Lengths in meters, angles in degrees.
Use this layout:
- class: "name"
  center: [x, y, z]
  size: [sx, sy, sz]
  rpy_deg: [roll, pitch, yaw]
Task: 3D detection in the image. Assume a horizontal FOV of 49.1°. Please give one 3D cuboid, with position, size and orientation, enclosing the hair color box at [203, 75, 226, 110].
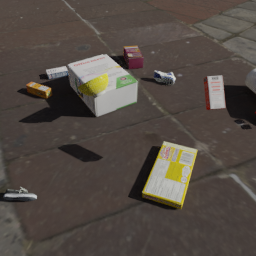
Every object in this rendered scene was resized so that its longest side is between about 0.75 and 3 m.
- class: "hair color box"
  center: [2.448, -0.992, 7.931]
  size: [0.471, 0.928, 0.284]
  rpy_deg: [-4, -1, -7]

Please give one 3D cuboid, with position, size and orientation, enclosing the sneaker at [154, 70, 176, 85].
- class: "sneaker"
  center: [1.851, -2.495, 13.674]
  size: [1.132, 0.457, 0.654]
  rpy_deg: [27, 43, 19]

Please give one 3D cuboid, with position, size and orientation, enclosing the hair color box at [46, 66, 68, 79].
- class: "hair color box"
  center: [-3.550, -2.769, 14.046]
  size: [1.003, 0.303, 0.501]
  rpy_deg: [-15, 43, -17]

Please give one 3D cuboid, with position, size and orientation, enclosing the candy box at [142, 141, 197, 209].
- class: "candy box"
  center: [1.421, 1.429, 9.128]
  size: [1.241, 0.321, 2.428]
  rpy_deg: [12, 42, 18]

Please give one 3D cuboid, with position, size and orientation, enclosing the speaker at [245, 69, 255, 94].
- class: "speaker"
  center: [6.079, -1.626, 11.992]
  size: [1.027, 1.027, 2.530]
  rpy_deg: [-5, 35, -6]

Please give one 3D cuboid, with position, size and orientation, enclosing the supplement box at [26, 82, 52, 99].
- class: "supplement box"
  center: [-4.047, -1.720, 12.755]
  size: [1.198, 0.399, 0.412]
  rpy_deg: [22, 43, 23]

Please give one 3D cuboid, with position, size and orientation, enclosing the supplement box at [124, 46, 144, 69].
- class: "supplement box"
  center: [0.278, -3.793, 14.992]
  size: [0.804, 0.624, 1.457]
  rpy_deg: [-8, 41, -9]

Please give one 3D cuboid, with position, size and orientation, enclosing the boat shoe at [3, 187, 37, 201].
- class: "boat shoe"
  center: [-3.221, 1.986, 8.449]
  size: [1.007, 0.372, 0.344]
  rpy_deg: [-3, 53, 11]

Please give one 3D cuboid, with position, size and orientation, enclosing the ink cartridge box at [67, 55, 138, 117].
- class: "ink cartridge box"
  center: [-1.174, -1.984, 12.427]
  size: [2.037, 1.181, 2.814]
  rpy_deg: [-22, 46, -24]

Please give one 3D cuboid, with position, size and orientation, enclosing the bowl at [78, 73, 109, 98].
- class: "bowl"
  center: [-1.190, -1.498, 10.441]
  size: [1.211, 0.652, 1.211]
  rpy_deg: [-25, 9, 4]
